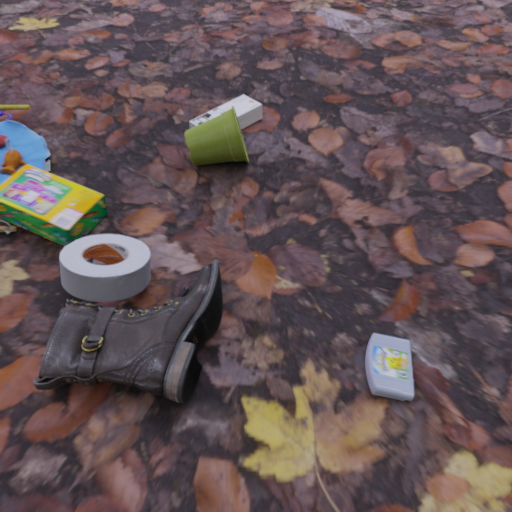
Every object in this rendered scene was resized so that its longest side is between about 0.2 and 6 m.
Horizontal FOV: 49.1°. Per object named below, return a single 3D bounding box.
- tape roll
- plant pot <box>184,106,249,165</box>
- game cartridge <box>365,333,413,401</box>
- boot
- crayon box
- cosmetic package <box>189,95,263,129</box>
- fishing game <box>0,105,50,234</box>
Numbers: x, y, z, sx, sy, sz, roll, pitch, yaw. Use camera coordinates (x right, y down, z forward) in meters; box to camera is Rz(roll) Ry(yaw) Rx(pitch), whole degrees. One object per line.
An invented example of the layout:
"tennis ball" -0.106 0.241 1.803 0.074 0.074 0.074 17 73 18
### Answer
"tape roll" -2.873 0.196 10.735 1.686 0.557 1.686 5 29 -3
"plant pot" -0.979 -2.740 13.368 1.310 1.380 1.380 -14 48 3
"game cartridge" 2.295 1.894 9.700 0.788 0.239 1.181 9 48 -1
"boot" -2.157 1.115 9.930 2.763 1.099 3.174 8 46 12
"crayon box" -4.486 -1.099 12.101 2.118 0.617 1.258 22 50 13
"cosmetic package" -0.759 -3.537 14.510 1.859 0.471 0.767 -35 55 -27
"fishing game" -6.531 -2.294 13.128 3.315 0.720 4.630 -1 50 -9
